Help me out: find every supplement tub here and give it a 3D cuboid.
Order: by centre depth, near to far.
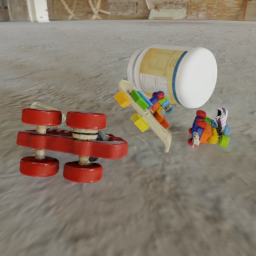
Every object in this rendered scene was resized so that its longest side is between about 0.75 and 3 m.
[{"bbox_3d":[1.518,-1.945,10.124,2.018,2.018,2.790,-21,28,-36],"label":"supplement tub"}]

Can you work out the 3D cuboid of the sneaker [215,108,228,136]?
[{"bbox_3d":[2.464,-0.163,7.528,0.325,0.793,0.278,12,-13,-23],"label":"sneaker"}]

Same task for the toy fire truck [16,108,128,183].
[{"bbox_3d":[-1.186,0.292,6.535,2.512,1.408,2.109,5,5,15],"label":"toy fire truck"}]

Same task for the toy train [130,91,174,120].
[{"bbox_3d":[0.761,-0.467,8.718,1.329,0.769,0.562,-44,19,-4],"label":"toy train"}]

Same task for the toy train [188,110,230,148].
[{"bbox_3d":[2.152,0.256,7.284,1.021,0.747,1.764,18,29,4],"label":"toy train"}]

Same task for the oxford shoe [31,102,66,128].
[{"bbox_3d":[-2.506,-0.378,8.344,1.758,0.661,0.508,18,65,45],"label":"oxford shoe"}]

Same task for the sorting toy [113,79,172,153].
[{"bbox_3d":[0.457,-0.344,6.482,0.343,1.910,2.563,-37,-1,12],"label":"sorting toy"}]
